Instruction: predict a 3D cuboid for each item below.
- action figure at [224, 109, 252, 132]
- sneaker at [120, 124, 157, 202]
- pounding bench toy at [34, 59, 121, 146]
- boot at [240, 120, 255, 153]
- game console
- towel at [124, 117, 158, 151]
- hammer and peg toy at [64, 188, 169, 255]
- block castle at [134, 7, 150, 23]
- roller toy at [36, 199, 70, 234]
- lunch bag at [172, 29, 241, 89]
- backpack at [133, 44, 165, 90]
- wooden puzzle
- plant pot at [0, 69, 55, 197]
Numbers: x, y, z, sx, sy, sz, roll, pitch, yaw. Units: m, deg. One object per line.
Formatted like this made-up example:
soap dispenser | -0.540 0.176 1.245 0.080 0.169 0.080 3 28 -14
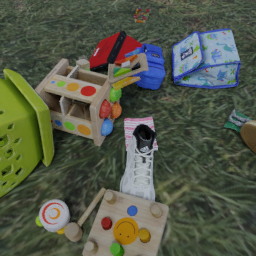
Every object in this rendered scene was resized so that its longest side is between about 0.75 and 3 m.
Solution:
action figure | 4.317 0.013 9.453 1.864 0.510 1.101 29 52 19
sneaker | 0.278 1.046 7.742 1.014 1.547 2.688 1 54 1
pounding bench toy | -1.252 -1.209 9.603 2.289 1.823 2.935 15 50 13
boot | 5.319 0.179 8.884 2.945 1.072 2.289 29 55 23
game console | -0.431 -3.010 12.270 2.040 1.405 2.367 -13 41 31
towel | 0.410 0.186 9.454 1.038 0.212 1.418 -3 49 -2
hammer and peg toy | -0.357 2.337 6.778 2.405 0.848 1.769 11 62 21
block castle | 0.717 -5.959 14.705 0.664 0.466 0.994 12 50 11
roller toy | -1.898 2.309 7.338 0.824 0.575 0.751 17 58 4
lunch bag | 3.020 -2.734 11.229 2.485 1.584 2.113 -5 52 13
backpack | 0.777 -2.372 10.896 1.278 1.320 1.573 6 54 -12
wooden puzzle | -0.020 -1.860 8.468 1.325 0.230 1.964 -19 37 5
plant pot | -3.679 0.039 8.016 2.461 2.712 2.699 -26 52 -31
